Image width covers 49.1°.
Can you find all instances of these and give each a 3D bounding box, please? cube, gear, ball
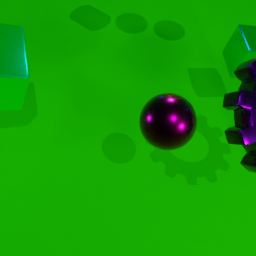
[{"bbox_3d":[-2.711,-1.178,5.479,1.254,1.254,1.254,-2,65,-29],"label":"cube"},{"bbox_3d":[2.925,-1.783,6.658,0.888,0.888,0.888,2,59,-10],"label":"cube"},{"bbox_3d":[2.407,-0.210,4.109,2.054,0.380,2.054,0,90,-14],"label":"gear"},{"bbox_3d":[0.592,-0.093,4.172,0.855,0.855,0.855,0,55,0],"label":"ball"}]
